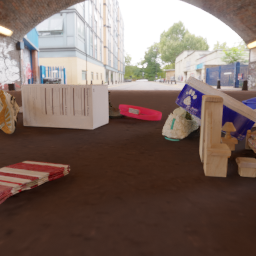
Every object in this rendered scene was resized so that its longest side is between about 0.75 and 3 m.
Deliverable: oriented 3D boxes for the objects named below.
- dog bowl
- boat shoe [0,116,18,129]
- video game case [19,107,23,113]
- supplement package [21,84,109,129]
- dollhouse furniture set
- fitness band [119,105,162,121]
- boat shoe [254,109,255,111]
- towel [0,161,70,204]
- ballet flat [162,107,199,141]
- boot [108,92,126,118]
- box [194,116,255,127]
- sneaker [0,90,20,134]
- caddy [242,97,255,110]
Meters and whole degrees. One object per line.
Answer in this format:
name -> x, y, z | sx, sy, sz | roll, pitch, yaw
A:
dog bowl -> 2.533, -0.586, 8.074 | 2.235, 0.880, 2.235 | 28, 14, -7
boat shoe -> -5.054, -0.489, 10.304 | 2.347, 0.877, 0.778 | 6, 10, 24
video game case -> -4.713, -1.115, 15.731 | 2.419, 0.267, 2.202 | -2, 10, -6
supplement package -> -2.290, -0.864, 10.455 | 2.801, 1.534, 1.593 | 3, 10, 17
dollhouse furniture set -> 2.939, 0.052, 5.666 | 2.812, 1.373, 2.398 | 2, 10, 12
fitness band -> 0.514, -0.685, 12.348 | 2.047, 0.383, 1.470 | 19, 13, 42
boat shoe -> 5.847, -0.719, 11.282 | 2.972, 0.977, 1.069 | -2, 10, -13
towel -> -1.900, 0.835, 4.678 | 1.164, 0.184, 1.616 | 3, 8, 27
ballet flat -> 1.744, -0.239, 8.890 | 0.957, 0.957, 2.666 | 3, 10, 18
boot -> -0.856, -1.070, 12.646 | 1.853, 1.210, 0.627 | 2, 10, 13
box -> 3.428, -0.353, 10.708 | 1.749, 0.462, 2.244 | -6, 10, -27
sneaker -> -3.824, -0.516, 9.203 | 0.622, 1.645, 0.721 | -31, -26, 18
caddy -> 6.499, -1.098, 13.746 | 1.727, 0.906, 1.221 | 0, 9, 3
